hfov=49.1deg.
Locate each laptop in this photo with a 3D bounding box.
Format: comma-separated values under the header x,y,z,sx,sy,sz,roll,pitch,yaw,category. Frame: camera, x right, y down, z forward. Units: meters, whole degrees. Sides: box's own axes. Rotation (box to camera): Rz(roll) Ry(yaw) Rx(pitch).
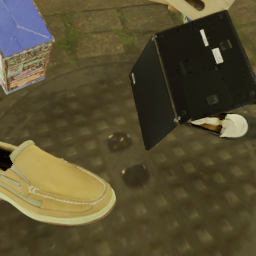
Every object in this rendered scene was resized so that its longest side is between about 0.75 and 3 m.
x,y,z,sx,sy,sz,roll,pitch,yaw,category
0.928,-0.721,4.635,1.893,0.978,1.678,-16,68,11,laptop

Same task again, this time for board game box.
x,y,z,sx,sy,sz,roll,pitch,yaw,category
-2.982,-2.281,7.013,1.211,2.500,1.993,-30,92,-24,board game box

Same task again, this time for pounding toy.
x,y,z,sx,sy,sz,roll,pitch,yaw,category
1.566,-3.639,7.762,2.089,1.485,1.923,33,28,-6,pounding toy

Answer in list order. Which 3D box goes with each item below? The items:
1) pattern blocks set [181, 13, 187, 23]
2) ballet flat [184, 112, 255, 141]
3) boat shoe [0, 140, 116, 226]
x,y,z,sx,sy,sz,roll,pitch,yaw,category
1.946,-3.674,9.368,0.076,0.826,0.940,2,22,29,pattern blocks set
1.828,-0.066,5.632,1.719,0.588,0.585,10,95,29,ballet flat
-1.625,0.762,4.733,2.946,1.122,1.056,7,30,21,boat shoe
